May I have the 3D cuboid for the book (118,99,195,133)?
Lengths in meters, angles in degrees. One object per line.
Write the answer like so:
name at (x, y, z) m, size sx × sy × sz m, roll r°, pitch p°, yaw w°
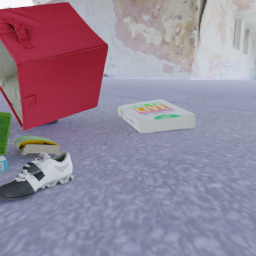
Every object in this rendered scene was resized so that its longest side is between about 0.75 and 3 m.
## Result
book at (0.899, -0.431, 10.314) m, size 1.935 × 0.696 × 2.897 m, roll -7°, pitch 16°, yaw -15°

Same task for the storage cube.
storage cube at (-2.459, -1.940, 8.499) m, size 2.636 × 2.932 × 2.507 m, roll -22°, pitch 59°, yaw -31°

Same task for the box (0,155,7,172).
box at (-2.903, 0.687, 5.948) m, size 0.405 × 0.242 × 0.985 m, roll -9°, pitch 15°, yaw -35°

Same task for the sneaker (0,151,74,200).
sneaker at (-1.591, 0.750, 4.824) m, size 0.533 × 0.637 × 1.439 m, roll 12°, pitch 18°, yaw 38°

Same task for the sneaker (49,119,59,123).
sneaker at (-3.282, -0.646, 10.792) m, size 1.170 × 0.834 × 2.359 m, roll -3°, pitch 18°, yaw -24°

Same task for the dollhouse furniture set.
dollhouse furniture set at (-2.491, 0.073, 6.502) m, size 1.779 × 0.893 × 1.165 m, roll 5°, pitch 7°, yaw -32°
